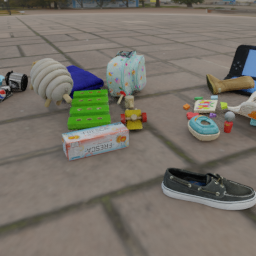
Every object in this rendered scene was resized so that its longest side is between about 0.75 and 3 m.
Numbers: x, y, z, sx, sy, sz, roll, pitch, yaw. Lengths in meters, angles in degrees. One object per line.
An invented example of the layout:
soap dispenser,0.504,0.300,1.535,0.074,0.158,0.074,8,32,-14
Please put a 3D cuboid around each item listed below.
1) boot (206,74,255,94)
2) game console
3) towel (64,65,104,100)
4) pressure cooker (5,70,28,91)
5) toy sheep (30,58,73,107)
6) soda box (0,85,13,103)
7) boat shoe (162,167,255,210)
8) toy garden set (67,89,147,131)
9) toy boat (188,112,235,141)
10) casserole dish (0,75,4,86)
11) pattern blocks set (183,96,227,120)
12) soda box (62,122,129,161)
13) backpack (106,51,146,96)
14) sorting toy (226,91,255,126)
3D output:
boot,4.458,-2.034,12.403,1.720,0.569,1.506,-10,40,4
game console,5.869,-2.552,12.499,2.964,2.607,1.725,20,5,32
towel,-2.599,-2.009,12.586,2.080,0.698,2.817,-25,36,-28
pressure cooker,-4.962,-2.055,12.363,0.899,0.791,0.803,10,-10,-3
toy sheep,-2.653,-1.589,9.811,2.177,1.501,1.501,44,43,15
soda box,-5.310,-1.320,11.399,0.495,0.443,1.398,6,29,11
boat shoe,1.789,1.301,6.202,2.071,0.586,0.711,5,28,10
toy garden set,-0.742,-0.608,9.948,2.488,0.596,2.985,-4,27,-4
toy boat,2.651,-0.134,8.855,1.478,0.687,1.243,-6,28,-11
casserole dish,-6.800,-1.719,12.046,2.905,0.564,1.760,-20,34,-32
pattern blocks set,2.887,-0.822,10.511,1.594,0.147,1.814,-5,27,10
soda box,-0.916,0.362,8.011,1.840,0.585,0.629,-11,29,-22
backpack,-0.067,-2.222,11.772,1.501,1.721,1.957,10,34,25
sorting toy,4.729,-0.855,9.748,2.548,1.361,2.293,-27,18,-15
